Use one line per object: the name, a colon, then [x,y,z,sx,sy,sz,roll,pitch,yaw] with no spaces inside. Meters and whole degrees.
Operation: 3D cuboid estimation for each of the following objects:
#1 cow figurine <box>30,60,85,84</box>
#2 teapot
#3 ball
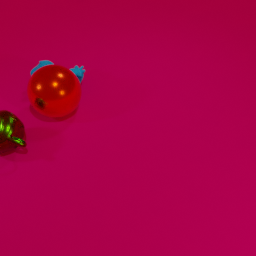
cow figurine: [-1.993,-1.574,8.163,1.287,1.308,0.718,-38,39,9]
teapot: [-2.887,0.092,6.602,1.606,0.786,0.998,26,90,37]
ball: [-1.909,-0.955,7.318,1.380,1.380,1.380,0,44,0]
